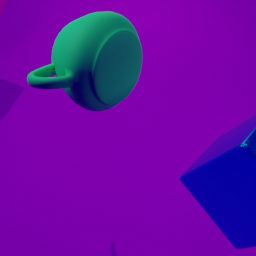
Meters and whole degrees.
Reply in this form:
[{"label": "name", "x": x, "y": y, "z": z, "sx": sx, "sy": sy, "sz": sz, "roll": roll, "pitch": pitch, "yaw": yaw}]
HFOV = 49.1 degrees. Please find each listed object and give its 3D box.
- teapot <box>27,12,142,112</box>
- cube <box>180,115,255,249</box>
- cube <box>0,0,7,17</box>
[{"label": "teapot", "x": -0.373, "y": -0.828, "z": 3.370, "sx": 0.892, "sy": 1.133, "sz": 1.822, "roll": 24, "pitch": 41, "yaw": 31}, {"label": "cube", "x": 1.638, "y": 0.605, "z": 3.532, "sx": 1.170, "sy": 1.170, "sz": 1.170, "roll": -35, "pitch": 83, "yaw": -37}, {"label": "cube", "x": -3.939, "y": -3.434, "z": 6.864, "sx": 1.295, "sy": 1.295, "sz": 1.295, "roll": 29, "pitch": 98, "yaw": 12}]
